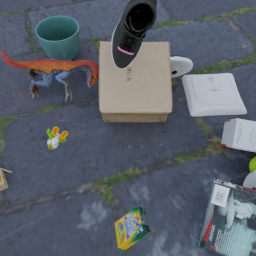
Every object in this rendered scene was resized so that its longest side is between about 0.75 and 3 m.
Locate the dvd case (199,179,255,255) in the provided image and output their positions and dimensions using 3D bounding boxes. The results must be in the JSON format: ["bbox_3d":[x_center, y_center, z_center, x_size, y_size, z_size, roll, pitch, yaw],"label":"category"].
[{"bbox_3d":[3.280,2.527,6.877,2.706,1.975,0.298,13,15,20],"label":"dvd case"}]

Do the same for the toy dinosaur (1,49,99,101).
[{"bbox_3d":[-2.508,-1.983,10.139,2.708,2.985,1.567,-17,64,28],"label":"toy dinosaur"}]

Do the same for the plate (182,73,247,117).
[{"bbox_3d":[3.286,-1.395,10.776,2.127,0.344,2.131,-3,54,-1],"label":"plate"}]

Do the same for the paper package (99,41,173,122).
[{"bbox_3d":[0.235,-1.584,9.755,2.473,1.342,2.595,0,77,0],"label":"paper package"}]

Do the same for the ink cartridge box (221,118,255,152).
[{"bbox_3d":[4.182,0.345,8.648,2.163,1.576,0.896,10,90,7],"label":"ink cartridge box"}]

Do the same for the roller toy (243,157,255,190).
[{"bbox_3d":[4.311,1.797,7.583,2.124,1.484,1.938,23,68,8],"label":"roller toy"}]

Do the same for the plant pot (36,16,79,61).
[{"bbox_3d":[-2.814,-3.593,11.728,1.714,1.375,1.714,0,54,0],"label":"plant pot"}]

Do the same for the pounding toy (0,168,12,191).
[{"bbox_3d":[-4.024,1.464,8.658,0.776,0.404,0.883,-24,58,-16],"label":"pounding toy"}]

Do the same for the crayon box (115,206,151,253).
[{"bbox_3d":[0.030,2.224,6.140,0.246,0.953,0.599,28,30,-32],"label":"crayon box"}]

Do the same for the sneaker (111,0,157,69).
[{"bbox_3d":[0.053,-2.500,7.523,0.907,2.566,1.273,20,40,-8],"label":"sneaker"}]

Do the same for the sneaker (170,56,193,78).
[{"bbox_3d":[1.138,-2.849,11.409,2.755,1.007,1.541,-7,55,-4],"label":"sneaker"}]

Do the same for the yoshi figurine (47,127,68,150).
[{"bbox_3d":[-2.002,0.261,7.848,0.537,0.959,0.539,-15,73,-35],"label":"yoshi figurine"}]
